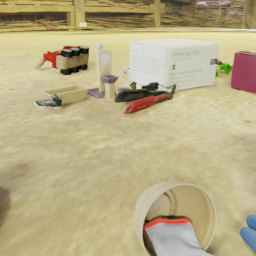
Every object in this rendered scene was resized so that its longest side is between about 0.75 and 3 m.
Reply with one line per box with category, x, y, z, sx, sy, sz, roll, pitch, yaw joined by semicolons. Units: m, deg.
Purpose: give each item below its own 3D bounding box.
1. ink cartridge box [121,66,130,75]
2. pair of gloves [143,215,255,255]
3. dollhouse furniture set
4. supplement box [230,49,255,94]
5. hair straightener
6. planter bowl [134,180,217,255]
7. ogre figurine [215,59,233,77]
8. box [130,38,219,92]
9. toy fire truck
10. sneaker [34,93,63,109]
ink cartridge box;0.531;-2.799;13.638;1.693;0.314;0.802;7;24;11
pair of gloves;1.459;1.607;2.922;2.658;0.303;2.137;-1;23;-12
dollhouse furniture set;-1.332;-1.709;9.055;2.561;1.817;2.029;-17;28;-35
supplement box;5.672;-2.257;10.820;2.820;1.455;1.846;-14;26;-30
hair straightener;0.611;-1.241;9.019;2.871;0.587;1.105;-23;64;-43
planter bowl;0.499;1.106;3.551;1.014;1.014;0.682;-9;9;-20
ogre figurine;4.119;-2.991;13.321;1.912;0.938;1.147;-26;44;-25
box;1.800;-2.683;11.504;2.602;1.709;2.615;-13;26;-29
toy fire truck;-3.435;-3.475;14.173;2.379;1.531;2.094;21;29;20
sneaker;-2.293;-0.813;8.165;0.805;0.458;0.304;3;43;-30
